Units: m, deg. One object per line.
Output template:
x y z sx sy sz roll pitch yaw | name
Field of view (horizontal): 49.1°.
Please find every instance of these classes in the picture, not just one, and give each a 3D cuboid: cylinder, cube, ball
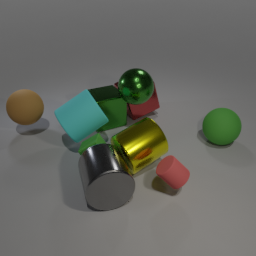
1.273 1.255 7.973 0.700 0.700 0.700 -41 19 18 | cylinder
0.406 -1.466 12.684 1.400 1.400 1.400 -26 37 -11 | cube
-0.650 1.379 8.086 1.400 1.400 1.400 -9 31 -14 | cylinder
-1.087 0.719 9.082 0.700 0.700 0.700 -29 19 13 | cube
-1.645 -0.423 9.977 1.400 1.400 1.400 -35 36 -2 | cylinder
-0.969 -0.863 11.972 1.400 1.400 1.400 -15 33 -24 | cube
0.368 0.569 9.194 1.400 1.400 1.400 -30 39 -17 | cylinder
3.518 -0.063 10.535 1.400 1.400 1.400 0 30 0 | ball
0.306 -1.594 10.806 1.400 1.400 1.400 0 30 0 | ball
-4.015 -0.807 10.959 1.400 1.400 1.400 0 30 0 | ball
